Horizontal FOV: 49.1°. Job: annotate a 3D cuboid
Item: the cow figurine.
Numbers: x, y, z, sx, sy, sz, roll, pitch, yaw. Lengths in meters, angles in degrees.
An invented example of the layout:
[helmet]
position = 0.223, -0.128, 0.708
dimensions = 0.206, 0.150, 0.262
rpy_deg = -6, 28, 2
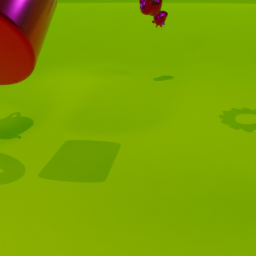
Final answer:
[cow figurine]
position = 0.832, -3.820, 9.203
dimensions = 1.121, 1.103, 0.615
rpy_deg = -23, 37, -34

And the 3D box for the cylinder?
[cylinder]
position = -1.652, -1.443, 3.451
dimensions = 1.325, 1.325, 1.325
rpy_deg = 3, 59, 5
